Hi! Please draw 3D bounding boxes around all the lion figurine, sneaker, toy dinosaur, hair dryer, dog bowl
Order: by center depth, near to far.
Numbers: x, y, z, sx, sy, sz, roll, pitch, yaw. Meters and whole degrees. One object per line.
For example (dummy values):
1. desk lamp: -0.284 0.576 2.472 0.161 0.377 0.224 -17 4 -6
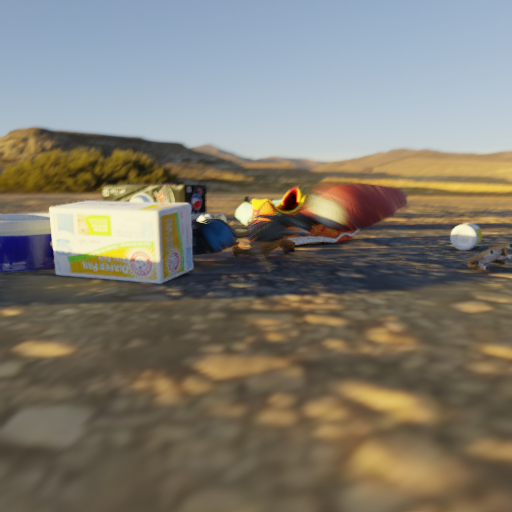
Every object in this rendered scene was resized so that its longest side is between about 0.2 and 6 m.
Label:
1. hair dryer: 0.958 -0.685 7.824 2.307 0.627 1.757 -7 10 3
2. lion figurine: 3.228 0.035 7.831 0.897 0.325 0.549 -9 -4 -23
3. dog bowl: -3.545 -0.230 8.312 1.782 0.702 1.782 0 8 0
4. sneaker: -1.128 -0.222 8.332 1.729 0.633 0.708 2 -3 12
5. toy dinosaur: 0.065 -0.203 8.605 1.041 0.592 1.960 4 9 21
6. sneaker: 1.095 -0.761 10.888 2.819 1.087 1.029 -5 8 -44
7. sneaker: 0.626 -1.165 14.259 2.337 0.860 1.379 -9 17 -35

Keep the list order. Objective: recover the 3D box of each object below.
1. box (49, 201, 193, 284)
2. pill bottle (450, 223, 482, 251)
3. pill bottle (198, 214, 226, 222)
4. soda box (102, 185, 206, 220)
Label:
1. box: -1.720 -0.212 7.255 1.639 0.922 0.831 3 13 22
2. pill bottle: 3.819 -0.355 10.131 0.459 0.459 0.819 4 8 30
3. pill bottle: -1.115 -0.853 14.067 0.650 0.370 0.370 -6 10 -44
4. soda box: -3.257 -1.720 17.736 3.387 1.073 1.199 4 10 30
